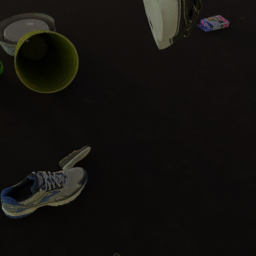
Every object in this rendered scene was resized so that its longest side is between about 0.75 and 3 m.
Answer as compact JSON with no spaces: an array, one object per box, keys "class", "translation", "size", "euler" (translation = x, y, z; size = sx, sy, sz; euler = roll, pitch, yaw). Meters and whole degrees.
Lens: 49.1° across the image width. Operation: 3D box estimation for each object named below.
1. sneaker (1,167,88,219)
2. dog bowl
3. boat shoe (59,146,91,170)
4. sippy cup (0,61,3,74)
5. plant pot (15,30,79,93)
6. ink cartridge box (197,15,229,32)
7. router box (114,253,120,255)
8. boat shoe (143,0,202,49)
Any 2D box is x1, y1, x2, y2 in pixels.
[{"class":"sneaker","translation":[-1.620,1.179,5.501],"size":[1.746,0.744,0.673],"euler":[-22,53,-19]},{"class":"dog bowl","translation":[-3.335,-3.090,9.335],"size":[1.987,0.583,1.987],"euler":[0,49,0]},{"class":"boat shoe","translation":[-1.186,0.634,6.284],"size":[0.234,0.280,0.784],"euler":[39,63,23]},{"class":"sippy cup","translation":[-4.161,-1.721,8.081],"size":[0.715,0.667,0.911],"euler":[18,51,14]},{"class":"plant pot","translation":[-2.469,-2.073,7.958],"size":[1.644,1.644,1.757],"euler":[-22,37,-18]},{"class":"ink cartridge box","translation":[3.104,-3.826,10.240],"size":[1.011,0.212,0.603],"euler":[-20,51,-14]},{"class":"router box","translation":[-0.588,2.912,3.226],"size":[0.627,1.887,2.400],"euler":[28,54,22]},{"class":"boat shoe","translation":[0.706,-1.854,4.391],"size":[0.776,0.941,2.741],"euler":[-20,7,9]}]
